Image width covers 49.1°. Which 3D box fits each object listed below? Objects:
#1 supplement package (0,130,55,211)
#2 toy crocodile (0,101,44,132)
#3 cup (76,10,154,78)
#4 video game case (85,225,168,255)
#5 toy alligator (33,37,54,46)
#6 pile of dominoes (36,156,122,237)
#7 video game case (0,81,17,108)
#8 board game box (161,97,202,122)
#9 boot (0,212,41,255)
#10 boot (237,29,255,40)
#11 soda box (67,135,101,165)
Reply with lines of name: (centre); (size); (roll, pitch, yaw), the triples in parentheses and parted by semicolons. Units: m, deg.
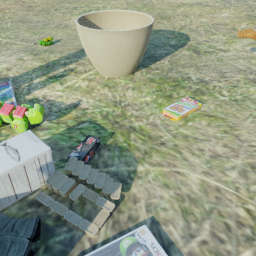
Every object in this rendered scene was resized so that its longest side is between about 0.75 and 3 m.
supplement package: (-2.564, 0.934, 6.099); (1.645, 0.965, 0.961); (-30, 46, -35)
toy crocodile: (-3.456, -0.423, 8.044); (2.209, 0.682, 0.746); (7, 56, 9)
cup: (-0.485, -3.171, 10.830); (2.860, 2.045, 2.860); (0, 35, 0)
video game case: (-0.002, 2.518, 4.572); (1.649, 0.193, 1.499); (-19, 40, -24)
toy alligator: (-4.055, -4.137, 13.656); (0.337, 0.368, 1.240); (53, 50, -1)
pile of dominoes: (-0.999, 1.426, 6.055); (1.663, 0.265, 1.297); (25, 52, 22)
video game case: (-4.572, -0.870, 9.241); (1.609, 0.196, 2.250); (-15, 38, -20)
board game box: (1.701, -0.611, 8.919); (1.307, 0.196, 0.624); (-30, 45, -31)
boot: (-2.360, 2.234, 4.598); (1.369, 0.710, 2.096); (11, 38, 5)
boot: (3.722, -2.874, 8.633); (0.642, 0.317, 0.827); (5, 40, 13)
soda box: (-1.095, 0.617, 7.074); (0.371, 0.332, 1.049); (14, 38, 18)
